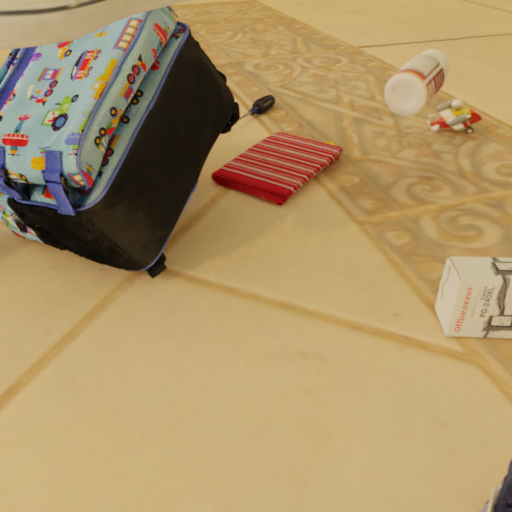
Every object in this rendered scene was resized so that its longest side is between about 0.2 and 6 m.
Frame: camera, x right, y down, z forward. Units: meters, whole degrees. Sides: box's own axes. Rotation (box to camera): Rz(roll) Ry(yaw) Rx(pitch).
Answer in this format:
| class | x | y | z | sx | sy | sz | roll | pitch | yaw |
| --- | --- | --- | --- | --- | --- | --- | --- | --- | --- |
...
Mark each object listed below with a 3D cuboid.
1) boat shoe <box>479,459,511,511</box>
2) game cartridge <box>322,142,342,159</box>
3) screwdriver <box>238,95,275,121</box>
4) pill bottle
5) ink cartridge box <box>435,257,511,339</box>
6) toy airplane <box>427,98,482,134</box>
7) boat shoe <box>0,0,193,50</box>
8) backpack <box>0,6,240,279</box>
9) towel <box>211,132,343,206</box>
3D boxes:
| class | x | y | z | sx | sy | sz | roll | pitch | yaw |
| --- | --- | --- | --- | --- | --- | --- | --- | --- | --- |
| boat shoe | 1.832 | 2.434 | 3.702 | 0.863 | 1.072 | 2.312 | 8 | 36 | 12 |
| game cartridge | 1.323 | -2.037 | 10.878 | 0.555 | 0.102 | 0.630 | -5 | 36 | -7 |
| screwdriver | -0.228 | -2.998 | 12.124 | 0.332 | 0.346 | 2.382 | 18 | 42 | 24 |
| pill bottle | 2.684 | -2.883 | 9.226 | 0.710 | 0.710 | 1.295 | 21 | 47 | 27 |
| ink cartridge box | 2.838 | 0.500 | 6.598 | 1.223 | 0.888 | 0.510 | 1 | 35 | 1 |
| toy airplane | 4.041 | -2.900 | 11.588 | 0.987 | 0.696 | 0.982 | 29 | 45 | 34 |
| boat shoe | -1.369 | -2.663 | 4.681 | 2.920 | 1.245 | 1.079 | -27 | 44 | -24 |
| backpack | -2.560 | -1.756 | 7.907 | 3.641 | 2.449 | 3.324 | 13 | 69 | 31 |
| towel | 0.412 | -1.651 | 10.163 | 1.579 | 0.246 | 2.184 | 21 | 41 | 27 |
